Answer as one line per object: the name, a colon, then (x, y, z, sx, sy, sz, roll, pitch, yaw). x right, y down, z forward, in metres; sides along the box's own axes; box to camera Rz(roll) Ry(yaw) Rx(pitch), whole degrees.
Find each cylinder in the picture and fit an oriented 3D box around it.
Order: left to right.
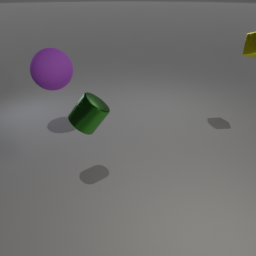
cylinder: (-0.883, -0.326, 6.346, 0.700, 0.700, 0.700, 35, 18, -13)

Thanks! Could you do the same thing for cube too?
cube: (4.146, -2.562, 8.734, 0.700, 0.700, 0.700, 7, 8, -20)

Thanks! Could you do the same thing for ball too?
ball: (-2.552, -1.961, 9.380, 1.400, 1.400, 1.400, 0, 28, 0)
